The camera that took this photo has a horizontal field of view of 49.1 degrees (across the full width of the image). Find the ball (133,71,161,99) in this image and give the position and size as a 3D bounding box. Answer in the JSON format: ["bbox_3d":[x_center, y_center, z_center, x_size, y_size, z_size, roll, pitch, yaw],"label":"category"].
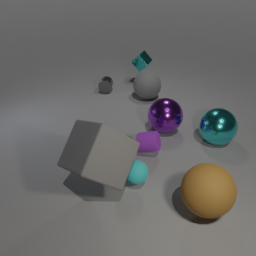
[{"bbox_3d":[0.959,-2.148,14.009,1.400,1.400,1.400,0,31,0],"label":"ball"}]

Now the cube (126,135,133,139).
[{"bbox_3d":[-0.227,0.618,9.701,0.700,0.700,0.700,13,8,-13],"label":"cube"}]

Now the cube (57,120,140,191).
[{"bbox_3d":[-0.807,0.714,7.662,1.400,1.400,1.400,29,-13,-37],"label":"cube"}]

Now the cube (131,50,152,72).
[{"bbox_3d":[0.752,-3.618,15.156,0.700,0.700,0.700,-31,16,45],"label":"cube"}]

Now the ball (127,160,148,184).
[{"bbox_3d":[0.255,1.311,8.330,0.700,0.700,0.700,0,31,0],"label":"ball"}]

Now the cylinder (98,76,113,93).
[{"bbox_3d":[-1.170,-2.306,14.827,0.700,0.700,0.700,3,28,5],"label":"cylinder"}]

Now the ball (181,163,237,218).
[{"bbox_3d":[2.073,1.608,7.254,1.400,1.400,1.400,0,31,0],"label":"ball"}]

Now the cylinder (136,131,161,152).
[{"bbox_3d":[0.727,0.478,9.832,0.700,0.700,0.700,-6,27,23],"label":"cylinder"}]

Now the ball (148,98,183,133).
[{"bbox_3d":[1.483,-0.492,11.142,1.400,1.400,1.400,0,31,0],"label":"ball"}]

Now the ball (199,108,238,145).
[{"bbox_3d":[3.388,-0.051,10.534,1.400,1.400,1.400,0,31,0],"label":"ball"}]
